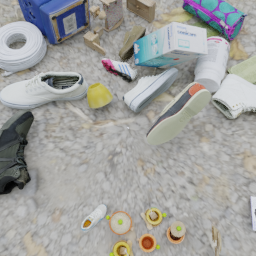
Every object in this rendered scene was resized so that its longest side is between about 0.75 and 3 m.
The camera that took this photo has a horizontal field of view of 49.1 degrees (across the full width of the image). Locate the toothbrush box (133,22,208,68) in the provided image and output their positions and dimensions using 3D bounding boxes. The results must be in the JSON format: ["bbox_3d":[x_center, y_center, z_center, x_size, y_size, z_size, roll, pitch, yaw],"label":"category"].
[{"bbox_3d":[1.341,-2.605,9.113,1.462,1.996,0.851,-3,88,-36],"label":"toothbrush box"}]

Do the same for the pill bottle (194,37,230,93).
[{"bbox_3d":[2.895,-2.193,9.775,1.015,1.015,1.790,16,66,7],"label":"pill bottle"}]

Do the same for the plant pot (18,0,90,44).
[{"bbox_3d":[-2.618,-4.553,10.326,2.188,2.188,1.967,-35,77,-16],"label":"plant pot"}]

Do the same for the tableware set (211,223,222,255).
[{"bbox_3d":[2.226,3.056,7.044,0.154,1.326,1.108,-2,85,12],"label":"tableware set"}]

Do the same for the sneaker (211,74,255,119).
[{"bbox_3d":[3.982,-0.662,9.187,2.454,0.904,1.418,32,70,24],"label":"sneaker"}]

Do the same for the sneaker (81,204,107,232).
[{"bbox_3d":[-0.947,2.537,7.903,0.354,0.374,0.925,37,69,17],"label":"sneaker"}]

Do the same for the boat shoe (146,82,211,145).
[{"bbox_3d":[1.338,-0.407,7.998,2.207,0.785,0.690,-44,41,11],"label":"boat shoe"}]

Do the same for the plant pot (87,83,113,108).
[{"bbox_3d":[-1.005,-1.130,9.253,0.862,0.612,0.862,-17,30,10],"label":"plant pot"}]

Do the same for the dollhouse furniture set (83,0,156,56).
[{"bbox_3d":[-0.298,-4.129,10.452,1.254,1.468,2.832,36,70,17],"label":"dollhouse furniture set"}]

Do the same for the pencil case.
[{"bbox_3d":[3.294,-4.506,10.836,2.472,1.052,1.142,41,47,18],"label":"pencil case"}]

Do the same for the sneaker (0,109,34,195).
[{"bbox_3d":[-3.319,0.801,8.387,1.555,1.037,2.714,24,70,9],"label":"sneaker"}]

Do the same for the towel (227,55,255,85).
[{"bbox_3d":[4.404,-2.024,10.116,1.391,0.254,1.032,-27,69,-12],"label":"towel"}]

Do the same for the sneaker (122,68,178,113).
[{"bbox_3d":[0.768,-1.473,9.522,2.240,0.818,0.793,-38,68,-21],"label":"sneaker"}]

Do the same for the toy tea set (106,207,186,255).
[{"bbox_3d":[0.461,2.758,7.557,2.163,0.801,1.286,-13,65,-6],"label":"toy tea set"}]

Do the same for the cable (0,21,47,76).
[{"bbox_3d":[-4.077,-3.039,10.341,2.020,0.699,2.020,-18,66,-8],"label":"cable"}]

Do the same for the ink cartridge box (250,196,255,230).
[{"bbox_3d":[3.984,2.491,8.006,0.981,0.213,0.972,7,65,1],"label":"ink cartridge box"}]

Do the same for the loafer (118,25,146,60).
[{"bbox_3d":[0.071,-3.204,10.473,0.583,0.657,1.727,28,60,10],"label":"loafer"}]

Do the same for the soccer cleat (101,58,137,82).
[{"bbox_3d":[-0.294,-2.176,10.091,1.365,0.477,0.590,33,68,7],"label":"soccer cleat"}]

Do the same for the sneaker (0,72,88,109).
[{"bbox_3d":[-2.861,-1.404,9.376,2.977,1.054,1.087,-11,65,-5],"label":"sneaker"}]
